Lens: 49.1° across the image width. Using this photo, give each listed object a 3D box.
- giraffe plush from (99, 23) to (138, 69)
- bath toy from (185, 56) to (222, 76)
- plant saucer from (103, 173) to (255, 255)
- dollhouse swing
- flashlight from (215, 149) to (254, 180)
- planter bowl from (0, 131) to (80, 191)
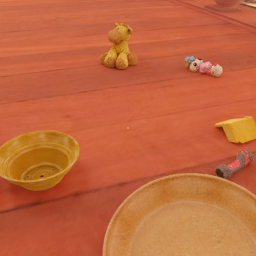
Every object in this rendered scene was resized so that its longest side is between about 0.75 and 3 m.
[{"bbox_3d":[-0.309,-3.556,11.833,1.635,1.536,1.895,15,38,21],"label":"giraffe plush"},{"bbox_3d":[2.996,-2.457,11.131,1.506,0.557,0.655,28,78,35],"label":"bath toy"},{"bbox_3d":[1.030,1.945,4.512,2.835,0.502,2.835,-8,37,7],"label":"plant saucer"},{"bbox_3d":[2.999,0.077,7.823,0.848,0.745,0.771,-15,79,-22],"label":"dollhouse swing"},{"bbox_3d":[2.480,0.837,6.543,1.069,0.363,0.362,-20,39,-27],"label":"flashlight"},{"bbox_3d":[-1.949,0.838,6.186,1.788,0.745,1.788,1,32,-1],"label":"planter bowl"}]
